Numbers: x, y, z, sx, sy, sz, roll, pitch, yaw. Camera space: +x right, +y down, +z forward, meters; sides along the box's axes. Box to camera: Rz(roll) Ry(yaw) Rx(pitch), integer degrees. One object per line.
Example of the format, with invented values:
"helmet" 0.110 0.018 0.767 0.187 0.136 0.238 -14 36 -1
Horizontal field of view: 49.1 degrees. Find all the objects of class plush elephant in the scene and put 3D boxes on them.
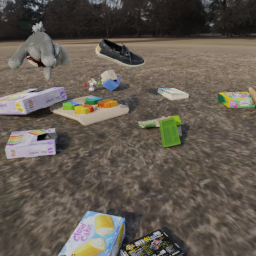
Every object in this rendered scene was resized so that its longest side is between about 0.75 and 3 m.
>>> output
"plush elephant" -2.782 -2.321 9.270 1.543 1.450 1.873 -7 58 9

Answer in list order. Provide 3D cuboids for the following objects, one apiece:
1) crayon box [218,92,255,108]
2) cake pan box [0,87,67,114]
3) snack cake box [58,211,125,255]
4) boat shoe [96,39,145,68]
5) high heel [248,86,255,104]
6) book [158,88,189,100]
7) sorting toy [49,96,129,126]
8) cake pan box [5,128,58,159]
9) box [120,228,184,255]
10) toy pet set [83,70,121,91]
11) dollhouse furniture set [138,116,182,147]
"crayon box" 5.519 -1.412 14.022 1.573 0.458 1.357 -3 23 -6
"cake pan box" -4.554 -1.280 12.920 2.473 0.702 2.685 4 21 31
"snack cake box" -0.628 2.133 4.952 0.806 0.471 1.402 7 22 14
"boat shoe" -0.241 -3.223 12.119 2.282 0.710 0.851 14 43 -21
"high heel" 5.621 -1.251 12.127 2.832 1.011 2.019 -3 39 -46
"book" 2.493 -1.930 15.576 1.075 0.387 1.608 -4 20 -21
"sorting toy" -1.797 -0.976 12.821 2.648 0.522 2.861 -18 28 -39
"cake pan box" -3.118 0.487 9.275 1.560 0.408 1.437 -4 24 -11
"box" 0.431 2.250 5.007 0.917 0.226 0.732 -13 23 -30
"toy pet set" -1.301 -2.609 16.923 1.904 1.083 2.039 -28 -4 41
"dollhouse furniture set" 1.254 0.097 10.336 1.174 0.907 2.349 -12 4 -10
